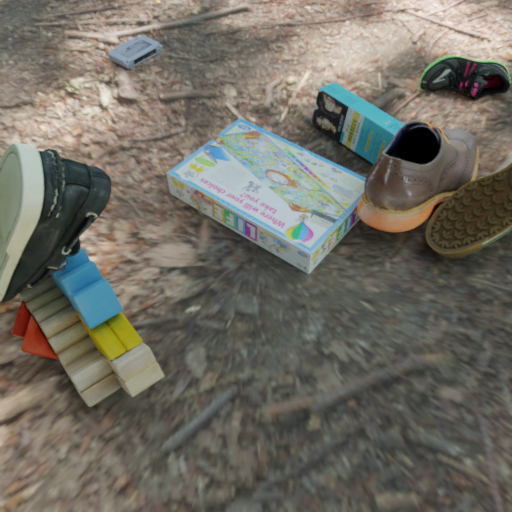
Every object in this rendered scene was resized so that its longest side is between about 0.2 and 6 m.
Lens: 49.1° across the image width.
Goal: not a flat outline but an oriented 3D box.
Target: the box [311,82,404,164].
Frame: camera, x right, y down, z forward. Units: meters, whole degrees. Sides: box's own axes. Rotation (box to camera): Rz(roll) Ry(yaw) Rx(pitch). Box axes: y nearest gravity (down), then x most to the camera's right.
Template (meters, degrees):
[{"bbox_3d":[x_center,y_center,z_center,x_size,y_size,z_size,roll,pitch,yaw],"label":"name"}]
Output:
[{"bbox_3d":[1.885,-2.408,10.342,0.464,0.777,1.890,-27,54,-32],"label":"box"}]

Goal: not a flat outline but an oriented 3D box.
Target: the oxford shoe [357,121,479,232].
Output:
[{"bbox_3d":[2.900,-1.601,9.137,1.238,1.266,3.473,24,40,27],"label":"oxford shoe"}]

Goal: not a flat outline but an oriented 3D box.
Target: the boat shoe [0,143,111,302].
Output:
[{"bbox_3d":[-2.522,-0.242,6.478,1.066,3.216,1.202,-3,66,-35],"label":"boat shoe"}]

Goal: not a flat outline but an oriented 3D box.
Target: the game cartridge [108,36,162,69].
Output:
[{"bbox_3d":[-2.751,-4.615,12.650,0.727,0.223,1.092,34,57,21],"label":"game cartridge"}]

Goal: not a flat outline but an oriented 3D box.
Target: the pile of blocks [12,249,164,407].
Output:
[{"bbox_3d":[-2.842,0.395,7.428,1.249,1.650,4.020,-32,57,-24],"label":"pile of blocks"}]

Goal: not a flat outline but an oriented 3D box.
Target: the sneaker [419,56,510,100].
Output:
[{"bbox_3d":[4.306,-3.622,11.460,1.900,0.729,0.796,-3,46,-1],"label":"sneaker"}]

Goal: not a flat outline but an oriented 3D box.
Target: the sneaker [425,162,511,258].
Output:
[{"bbox_3d":[4.082,-0.911,8.703,2.973,1.335,0.997,-43,57,13],"label":"sneaker"}]

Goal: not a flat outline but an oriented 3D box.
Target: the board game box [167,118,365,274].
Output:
[{"bbox_3d":[0.251,-1.136,9.474,2.946,0.504,1.980,31,56,24],"label":"board game box"}]
